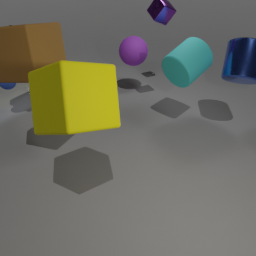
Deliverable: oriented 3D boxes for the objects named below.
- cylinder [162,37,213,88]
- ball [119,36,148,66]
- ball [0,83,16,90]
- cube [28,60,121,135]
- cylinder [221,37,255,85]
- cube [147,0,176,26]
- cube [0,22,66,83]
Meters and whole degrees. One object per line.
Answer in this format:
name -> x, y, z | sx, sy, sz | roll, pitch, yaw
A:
cylinder -> 2.248, -2.487, 10.657 | 1.400, 1.400, 1.400 | -42, 47, -20
ball -> 0.259, -3.712, 13.529 | 1.400, 1.400, 1.400 | 0, 32, 0
ball -> -4.891, -1.904, 11.343 | 0.700, 0.700, 0.700 | 0, 32, 0
cube -> -1.179, -0.620, 6.178 | 1.400, 1.400, 1.400 | -8, 4, -44
cylinder -> 4.293, -2.439, 10.362 | 1.400, 1.400, 1.400 | 11, 2, 0
cube -> 1.302, -4.555, 10.879 | 0.700, 0.700, 0.700 | 3, 51, -41
cube -> -2.692, -2.062, 7.622 | 1.400, 1.400, 1.400 | 4, 23, 23
